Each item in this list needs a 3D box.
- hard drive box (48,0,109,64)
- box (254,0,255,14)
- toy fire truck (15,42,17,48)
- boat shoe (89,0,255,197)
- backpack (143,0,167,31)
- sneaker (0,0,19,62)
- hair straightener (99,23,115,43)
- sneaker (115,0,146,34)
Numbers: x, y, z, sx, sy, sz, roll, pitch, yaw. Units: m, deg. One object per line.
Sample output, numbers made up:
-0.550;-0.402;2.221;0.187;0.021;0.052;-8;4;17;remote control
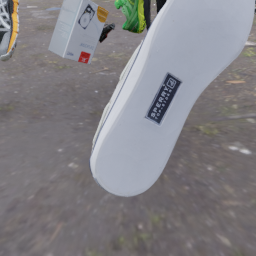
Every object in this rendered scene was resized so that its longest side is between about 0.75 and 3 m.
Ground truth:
-1.418;-2.852;8.175;0.653;1.700;1.325;30;18;22;hard drive box
3.992;-3.792;7.272;1.428;1.772;0.435;22;28;15;box
-3.880;-2.863;6.831;1.265;1.966;1.731;6;20;21;toy fire truck
0.432;-0.580;3.310;1.024;2.847;0.935;27;-2;-20;boat shoe
1.295;-2.622;5.677;1.633;2.579;2.152;-7;-9;-14;backpack
-2.302;-1.942;5.021;0.620;0.628;1.606;3;71;-31;sneaker
-0.940;-3.152;9.461;0.692;0.368;1.799;-21;13;-23;hair straightener
0.048;-4.346;9.236;1.061;2.539;0.940;2;39;9;sneaker
